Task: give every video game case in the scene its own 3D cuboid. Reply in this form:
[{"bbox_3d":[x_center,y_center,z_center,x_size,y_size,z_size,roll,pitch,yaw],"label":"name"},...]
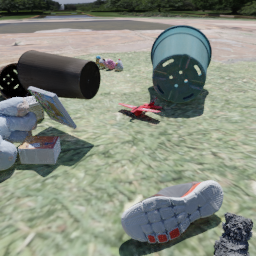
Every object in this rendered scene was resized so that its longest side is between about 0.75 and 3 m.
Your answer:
[{"bbox_3d":[-2.042,-0.542,7.603,1.127,1.238,0.137,19,59,36],"label":"video game case"}]

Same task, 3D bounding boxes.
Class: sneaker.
[{"bbox_3d":[0.796,1.543,5.419,2.139,0.824,0.876,-9,3,-23],"label":"sneaker"}]

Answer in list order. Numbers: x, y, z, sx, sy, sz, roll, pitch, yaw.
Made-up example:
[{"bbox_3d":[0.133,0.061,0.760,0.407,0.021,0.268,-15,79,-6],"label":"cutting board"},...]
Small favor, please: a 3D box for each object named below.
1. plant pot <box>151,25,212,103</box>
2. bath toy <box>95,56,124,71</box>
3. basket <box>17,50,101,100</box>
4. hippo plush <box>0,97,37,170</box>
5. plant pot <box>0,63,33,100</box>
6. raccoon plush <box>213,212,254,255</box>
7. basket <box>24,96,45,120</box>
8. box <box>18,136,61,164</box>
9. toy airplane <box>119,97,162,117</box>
[{"bbox_3d":[2.112,-2.518,11.513,2.712,2.712,2.656,5,35,10],"label":"plant pot"},{"bbox_3d":[-1.022,-3.651,15.722,1.763,0.652,0.767,19,32,32],"label":"bath toy"},{"bbox_3d":[-1.891,-1.481,8.142,1.928,1.311,1.738,10,-11,25],"label":"basket"},{"bbox_3d":[-3.198,0.088,6.956,1.608,2.019,1.623,-30,37,8],"label":"hippo plush"},{"bbox_3d":[-4.701,-1.918,11.416,1.556,1.556,1.540,-19,25,-33],"label":"plant pot"},{"bbox_3d":[1.672,1.920,4.300,0.599,0.829,1.238,6,27,12],"label":"raccoon plush"},{"bbox_3d":[-3.479,-0.607,9.559,1.098,0.677,0.744,-19,32,-36],"label":"basket"},{"bbox_3d":[-2.312,0.573,7.407,0.900,0.479,0.685,0,26,0],"label":"box"},{"bbox_3d":[0.551,-0.735,10.206,1.784,0.328,1.784,-2,24,1],"label":"toy airplane"}]
